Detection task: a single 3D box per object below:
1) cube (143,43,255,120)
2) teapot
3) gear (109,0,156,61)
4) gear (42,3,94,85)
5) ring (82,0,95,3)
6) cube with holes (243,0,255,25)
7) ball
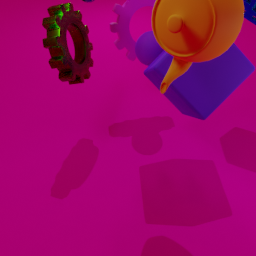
[{"bbox_3d":[1.250,-1.085,5.309,1.284,1.284,1.284,-45,9,2],"label":"cube"},{"bbox_3d":[0.806,-1.360,3.667,1.196,1.923,0.942,30,40,23],"label":"teapot"},{"bbox_3d":[0.444,-2.446,6.716,1.723,1.723,0.319,-8,27,-8],"label":"gear"},{"bbox_3d":[-1.167,-1.692,5.719,0.288,1.556,1.556,-4,42,18],"label":"gear"},{"bbox_3d":[-0.877,-3.010,5.328,0.235,1.176,1.176,-5,41,21],"label":"ring"},{"bbox_3d":[3.009,-2.774,5.898,0.857,0.857,0.857,38,74,11],"label":"cube with holes"},{"bbox_3d":[0.549,-1.804,6.384,0.785,0.785,0.785,0,44,0],"label":"ball"}]
